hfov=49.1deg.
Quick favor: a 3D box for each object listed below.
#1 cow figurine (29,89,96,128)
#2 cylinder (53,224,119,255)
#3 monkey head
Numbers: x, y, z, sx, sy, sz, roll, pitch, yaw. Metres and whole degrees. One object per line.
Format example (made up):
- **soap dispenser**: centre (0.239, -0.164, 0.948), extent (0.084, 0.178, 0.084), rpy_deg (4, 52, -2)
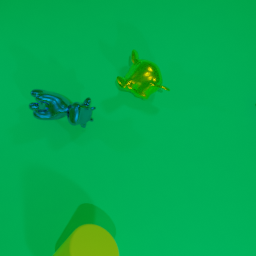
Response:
- **cow figurine**: centre (-1.656, -0.522, 7.088), extent (1.460, 1.484, 0.814), rpy_deg (5, 105, -29)
- **cylinder**: centre (-0.874, 2.605, 5.464), extent (1.047, 1.047, 1.047), rpy_deg (27, 31, -18)
- **monkey head**: centre (0.313, -1.325, 7.273), extent (0.970, 1.159, 1.611), rpy_deg (-47, 64, 25)
